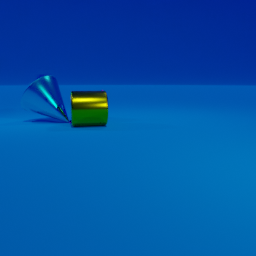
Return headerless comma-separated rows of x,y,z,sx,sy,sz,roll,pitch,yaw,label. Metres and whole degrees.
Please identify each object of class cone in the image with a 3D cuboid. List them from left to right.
-2.677,-0.741,10.147,1.641,1.635,1.635,43,23,12,cone

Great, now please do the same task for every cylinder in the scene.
-1.297,-0.650,9.274,1.157,1.157,1.157,-2,10,-12,cylinder

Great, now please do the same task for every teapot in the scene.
-1.506,-0.763,10.287,1.744,1.084,0.854,-46,0,-10,teapot
